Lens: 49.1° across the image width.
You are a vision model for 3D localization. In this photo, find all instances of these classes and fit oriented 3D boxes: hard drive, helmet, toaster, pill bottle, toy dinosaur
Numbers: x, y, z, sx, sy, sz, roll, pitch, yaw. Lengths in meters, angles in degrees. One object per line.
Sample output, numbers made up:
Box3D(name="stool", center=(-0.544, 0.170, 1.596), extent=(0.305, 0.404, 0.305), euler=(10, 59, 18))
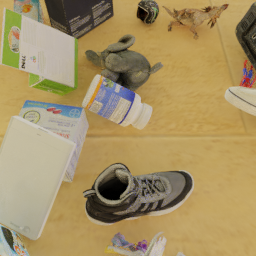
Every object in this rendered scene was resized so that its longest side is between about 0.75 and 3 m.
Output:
Box3D(name="hard drive", center=(-2.351, 1.148, 6.465), extent=(1.600, 0.319, 2.427), euler=(24, 98, 9))
Box3D(name="helmet", center=(0.744, -4.398, 10.458), extent=(0.861, 0.821, 0.861), euler=(5, 41, -5))
Box3D(name="toaster", center=(4.898, -2.765, 8.958), extent=(1.792, 1.577, 2.775), euler=(-5, 60, -20))
Box3D(name="pill bottle", center=(-0.274, -0.661, 7.842), extent=(1.807, 1.012, 1.012), euler=(25, 58, -14))
Box3D(name="toy dinosaur", center=(2.403, -4.106, 10.366), extent=(2.248, 0.965, 1.524), euler=(27, 50, 34))

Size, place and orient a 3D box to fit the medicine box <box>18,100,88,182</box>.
Box3D(name="medicine box", center=(-2.140, 0.332, 7.496), extent=(1.691, 0.955, 1.856), euler=(8, 58, 6))

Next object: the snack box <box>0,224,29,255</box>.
Box3D(name="snack box", center=(-2.038, 3.129, 5.412), extent=(0.483, 1.512, 2.602), euler=(-32, 64, -17))

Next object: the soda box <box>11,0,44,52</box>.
Box3D(name="soda box", center=(-3.465, -3.424, 9.841), extent=(0.896, 0.963, 2.817), euler=(-9, 58, -6))

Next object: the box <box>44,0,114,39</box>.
Box3D(name="box", center=(-1.709, -4.606, 9.946), extent=(1.173, 2.052, 2.254), euler=(38, 65, 21))

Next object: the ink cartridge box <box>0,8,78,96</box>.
Box3D(name="ink cartridge box", center=(-2.607, -2.074, 8.016), extent=(0.874, 2.307, 1.705), euler=(-16, 70, 42))

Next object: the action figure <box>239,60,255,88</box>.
Box3D(name="action figure", center=(3.906, -1.754, 9.009), extent=(0.436, 0.661, 1.335), euler=(17, 62, 8))

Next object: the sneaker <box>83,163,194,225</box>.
Box3D(name="sneaker", center=(0.323, 1.416, 6.441), extent=(2.781, 1.582, 1.049), euler=(-14, 59, -9))

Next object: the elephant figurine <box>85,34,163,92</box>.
Box3D(name="elephant figurine", center=(-0.258, -2.165, 8.863), extent=(1.786, 1.629, 2.303), euler=(15, 37, -24))

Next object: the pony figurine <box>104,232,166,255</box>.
Box3D(name="pony figurine", center=(0.228, 2.818, 5.979), extent=(1.434, 1.194, 1.385), euler=(13, 66, 25))

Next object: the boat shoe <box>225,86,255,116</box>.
Box3D(name="boat shoe", center=(4.252, -0.810, 7.758), extent=(2.956, 1.032, 1.048), euler=(17, 34, 4))

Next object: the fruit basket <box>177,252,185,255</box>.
Box3D(name="fruit basket", center=(1.280, 3.652, 5.683), extent=(1.493, 0.756, 1.612), euler=(31, 47, 18))
